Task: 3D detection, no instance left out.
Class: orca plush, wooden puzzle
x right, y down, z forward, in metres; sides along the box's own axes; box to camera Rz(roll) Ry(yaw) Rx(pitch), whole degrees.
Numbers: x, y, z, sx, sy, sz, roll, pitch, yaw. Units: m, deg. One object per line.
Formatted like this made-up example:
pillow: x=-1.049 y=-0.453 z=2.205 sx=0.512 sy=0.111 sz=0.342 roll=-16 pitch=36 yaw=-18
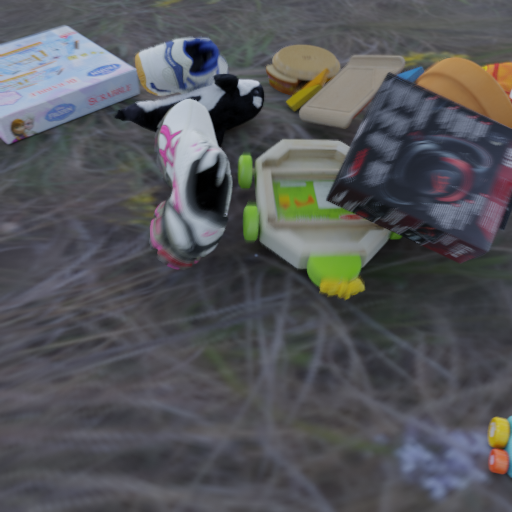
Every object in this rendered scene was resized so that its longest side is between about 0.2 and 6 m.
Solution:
orca plush: x=-0.933 y=-2.468 z=10.208 sx=3.032 sy=1.595 sz=1.078 roll=-19 pitch=84 yaw=-49
wooden puzzle: x=1.771 y=-3.090 z=10.556 sx=1.829 sy=0.317 sz=2.711 roll=-45 pitch=34 yaw=-2

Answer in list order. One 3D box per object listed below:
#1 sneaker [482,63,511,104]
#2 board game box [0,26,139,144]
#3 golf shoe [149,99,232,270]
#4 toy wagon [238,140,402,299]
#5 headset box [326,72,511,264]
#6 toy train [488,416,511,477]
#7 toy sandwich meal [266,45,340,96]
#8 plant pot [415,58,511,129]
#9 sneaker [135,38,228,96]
sneaker: x=4.419 y=-2.695 z=10.670 sx=1.243 sy=1.176 sz=3.223 roll=2 pitch=36 yaw=32
board game box: x=-4.565 y=-3.746 z=11.851 sx=3.003 sy=0.618 sz=2.996 roll=-32 pitch=53 yaw=-28
golf shoe: x=-0.810 y=-1.300 z=8.402 sx=1.083 sy=1.373 sz=2.982 roll=20 pitch=52 yaw=-35
toy wagon: x=0.982 y=-0.593 z=8.458 sx=2.396 sy=0.611 sz=3.089 roll=-1 pitch=54 yaw=-7
headset box: x=2.475 y=-1.137 z=7.808 sx=2.427 sy=0.910 sz=1.804 roll=25 pitch=78 yaw=2
toy train: x=3.600 y=1.942 z=6.078 sx=2.177 sy=0.605 sz=1.635 roll=-26 pitch=50 yaw=-25
toy sandwich meal: x=1.047 y=-4.052 z=12.258 sx=1.642 sy=0.562 sz=1.642 roll=3 pitch=45 yaw=-3
plant pot: x=3.013 y=-1.978 z=9.243 sx=1.437 sy=2.052 sz=2.052 roll=-34 pitch=52 yaw=-9
sneaker: x=-1.013 y=-3.429 z=10.252 sx=1.143 sy=0.976 sz=2.593 roll=-13 pitch=12 yaw=29
